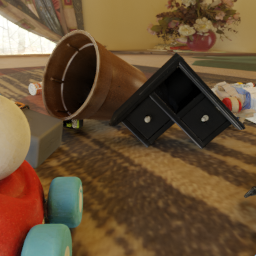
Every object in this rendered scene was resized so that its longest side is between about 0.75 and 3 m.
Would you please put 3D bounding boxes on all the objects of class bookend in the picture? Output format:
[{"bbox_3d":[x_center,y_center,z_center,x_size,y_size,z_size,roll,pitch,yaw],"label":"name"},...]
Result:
[{"bbox_3d":[1.234,-0.240,7.522,2.469,2.454,1.137,-42,10,16],"label":"bookend"}]

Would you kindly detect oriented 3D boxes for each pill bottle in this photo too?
[{"bbox_3d":[-4.408,-2.014,14.133,0.586,0.586,1.045,14,22,35],"label":"pill bottle"}]

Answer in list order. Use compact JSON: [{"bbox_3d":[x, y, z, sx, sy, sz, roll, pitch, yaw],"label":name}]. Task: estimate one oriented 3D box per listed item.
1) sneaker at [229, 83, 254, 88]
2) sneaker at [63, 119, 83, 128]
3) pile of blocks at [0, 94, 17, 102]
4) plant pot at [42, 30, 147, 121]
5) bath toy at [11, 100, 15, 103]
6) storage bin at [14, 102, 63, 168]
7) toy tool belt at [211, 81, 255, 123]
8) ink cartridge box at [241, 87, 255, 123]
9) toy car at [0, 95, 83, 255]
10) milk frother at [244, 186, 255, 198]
[{"bbox_3d":[5.064,-1.617,12.803,0.891,0.844,2.169,-6,10,-5],"label":"sneaker"},{"bbox_3d":[-2.129,-0.437,9.362,0.741,0.642,1.791,-11,22,-30],"label":"sneaker"},{"bbox_3d":[-5.018,-0.839,10.112,0.705,0.931,2.268,18,25,42],"label":"pile of blocks"},{"bbox_3d":[-0.847,-1.310,8.698,2.577,2.577,2.551,18,5,43],"label":"plant pot"},{"bbox_3d":[-4.116,0.071,7.248,1.300,1.105,2.989,-13,8,35],"label":"bath toy"},{"bbox_3d":[-2.454,0.134,6.872,1.270,1.377,1.891,12,20,5],"label":"storage bin"},{"bbox_3d":[3.403,-0.783,9.069,1.431,1.454,2.328,-2,8,-5],"label":"toy tool belt"},{"bbox_3d":[4.769,-0.881,10.286,1.508,0.878,2.086,-5,19,-13],"label":"ink cartridge box"},{"bbox_3d":[-1.915,0.511,3.537,2.366,2.567,2.271,-1,19,-1],"label":"toy car"},{"bbox_3d":[2.459,1.204,4.529,0.850,0.942,0.886,-8,56,-3],"label":"milk frother"}]
